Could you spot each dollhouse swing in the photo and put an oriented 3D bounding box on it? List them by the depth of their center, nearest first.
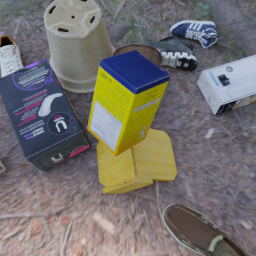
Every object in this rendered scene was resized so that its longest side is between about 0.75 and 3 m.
[{"bbox_3d":[0.252,0.928,8.324,1.670,1.615,1.838,-27,59,34],"label":"dollhouse swing"}]

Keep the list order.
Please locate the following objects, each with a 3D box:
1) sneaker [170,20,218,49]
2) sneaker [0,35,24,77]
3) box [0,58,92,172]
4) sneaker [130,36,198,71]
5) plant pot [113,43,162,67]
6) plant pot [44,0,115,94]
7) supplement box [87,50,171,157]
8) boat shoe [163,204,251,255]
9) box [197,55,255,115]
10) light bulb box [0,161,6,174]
[{"bbox_3d":[2.463,-3.412,10.266,1.735,0.608,0.941,-5,62,-6],"label":"sneaker"},{"bbox_3d":[-3.995,-2.136,9.454,0.839,0.976,2.305,-19,67,-11],"label":"sneaker"},{"bbox_3d":[-2.456,-0.377,8.290,1.675,1.453,2.740,-26,67,-7],"label":"box"},{"bbox_3d":[1.270,-2.757,9.874,2.449,0.814,1.108,13,62,2],"label":"sneaker"},{"bbox_3d":[0.268,-1.540,8.899,1.621,1.621,1.604,3,71,1],"label":"plant pot"},{"bbox_3d":[-1.562,-2.762,8.997,2.499,2.287,2.499,0,65,0],"label":"plant pot"},{"bbox_3d":[-0.051,-0.490,5.828,1.012,1.848,1.006,-27,59,-39],"label":"supplement box"},{"bbox_3d":[2.080,2.795,7.048,2.654,0.982,0.980,33,69,15],"label":"boat shoe"},{"bbox_3d":[3.728,-1.490,9.265,2.410,0.725,1.406,-17,65,-8],"label":"box"},{"bbox_3d":[-4.111,1.129,7.924,0.868,0.860,0.541,-38,69,-15],"label":"light bulb box"}]
